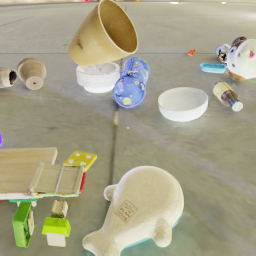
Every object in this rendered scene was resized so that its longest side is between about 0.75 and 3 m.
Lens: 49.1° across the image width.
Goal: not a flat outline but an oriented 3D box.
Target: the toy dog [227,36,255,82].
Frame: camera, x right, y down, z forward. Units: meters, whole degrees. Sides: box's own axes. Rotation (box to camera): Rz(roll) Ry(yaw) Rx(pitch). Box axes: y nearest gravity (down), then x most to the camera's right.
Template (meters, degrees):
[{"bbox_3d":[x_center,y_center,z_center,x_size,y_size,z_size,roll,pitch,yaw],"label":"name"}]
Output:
[{"bbox_3d":[5.276,-2.639,10.469,2.989,2.086,2.898,5,17,10],"label":"toy dog"}]

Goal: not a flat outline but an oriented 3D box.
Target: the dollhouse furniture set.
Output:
[{"bbox_3d":[-1.252,1.248,4.664,0.842,0.645,1.286,6,37,-2],"label":"dollhouse furniture set"}]

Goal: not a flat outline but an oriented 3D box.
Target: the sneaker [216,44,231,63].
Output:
[{"bbox_3d":[4.670,-3.618,13.601,0.725,0.676,1.830,-8,30,-5],"label":"sneaker"}]

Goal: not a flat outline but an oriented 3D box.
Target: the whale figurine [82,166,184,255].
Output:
[{"bbox_3d":[0.129,1.439,4.466,1.374,0.896,1.727,31,65,33],"label":"whale figurine"}]

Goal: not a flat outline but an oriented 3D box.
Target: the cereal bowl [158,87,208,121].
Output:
[{"bbox_3d":[1.584,-0.617,8.130,1.416,0.590,1.416,-5,34,4],"label":"cereal bowl"}]

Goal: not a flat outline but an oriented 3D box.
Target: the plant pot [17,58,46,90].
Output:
[{"bbox_3d":[-3.501,-1.897,10.305,1.049,1.049,0.915,-10,50,-18],"label":"plant pot"}]

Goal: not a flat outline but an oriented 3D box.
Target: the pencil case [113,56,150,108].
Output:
[{"bbox_3d":[0.171,-1.668,9.570,1.026,1.142,2.630,3,28,6],"label":"pencil case"}]

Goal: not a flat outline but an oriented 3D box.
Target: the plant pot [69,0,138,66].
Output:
[{"bbox_3d":[-0.705,-2.051,6.575,1.401,1.306,1.306,-20,15,36],"label":"plant pot"}]

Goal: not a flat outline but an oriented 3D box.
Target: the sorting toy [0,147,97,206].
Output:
[{"bbox_3d":[-2.087,0.972,5.438,2.952,0.499,1.423,-2,29,-3],"label":"sorting toy"}]

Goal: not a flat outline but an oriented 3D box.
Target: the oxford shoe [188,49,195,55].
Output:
[{"bbox_3d":[3.255,-3.919,14.622,0.273,0.268,0.752,-10,18,41],"label":"oxford shoe"}]

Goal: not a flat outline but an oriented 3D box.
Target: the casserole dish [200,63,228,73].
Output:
[{"bbox_3d":[3.720,-2.606,12.199,1.182,0.229,0.716,7,30,14],"label":"casserole dish"}]

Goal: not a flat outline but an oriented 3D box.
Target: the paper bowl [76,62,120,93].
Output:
[{"bbox_3d":[-1.057,-1.823,10.164,1.565,0.814,1.565,0,29,0],"label":"paper bowl"}]

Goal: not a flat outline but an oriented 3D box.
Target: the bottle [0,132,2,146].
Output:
[{"bbox_3d":[-4.028,0.051,6.918,2.077,0.678,0.867,19,36,30],"label":"bottle"}]

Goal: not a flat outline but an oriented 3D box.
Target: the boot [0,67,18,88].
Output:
[{"bbox_3d":[-5.112,-1.592,9.537,2.149,1.032,2.939,-2,28,-3],"label":"boot"}]

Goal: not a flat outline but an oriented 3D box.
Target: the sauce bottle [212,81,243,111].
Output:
[{"bbox_3d":[3.204,-1.022,9.031,0.522,0.522,1.613,-1,29,-2],"label":"sauce bottle"}]
